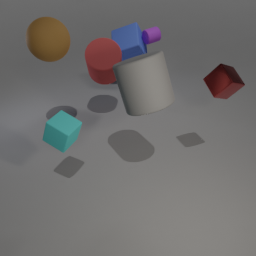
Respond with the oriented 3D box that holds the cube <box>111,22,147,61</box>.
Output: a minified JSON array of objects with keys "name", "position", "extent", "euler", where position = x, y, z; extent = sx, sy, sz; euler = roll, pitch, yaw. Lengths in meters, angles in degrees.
[{"name":"cube","position":[0.091,-4.176,14.195],"extent":[1.400,1.400,1.400],"euler":[-12,67,19]}]

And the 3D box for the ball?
[{"name":"ball","position":[-2.584,-2.865,9.099],"extent":[1.400,1.400,1.400],"euler":[0,32,0]}]

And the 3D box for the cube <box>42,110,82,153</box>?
[{"name":"cube","position":[-1.772,0.089,7.558],"extent":[0.700,0.700,0.700],"euler":[30,39,6]}]

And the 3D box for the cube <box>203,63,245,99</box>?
[{"name":"cube","position":[2.753,-1.323,8.052],"extent":[0.700,0.700,0.700],"euler":[0,57,-41]}]

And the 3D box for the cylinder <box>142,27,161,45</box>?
[{"name":"cylinder","position":[1.149,-4.523,13.705],"extent":[0.700,0.700,0.700],"euler":[-23,38,-19]}]

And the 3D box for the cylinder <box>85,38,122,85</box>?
[{"name":"cylinder","position":[-0.955,-2.634,11.205],"extent":[1.400,1.400,1.400],"euler":[0,77,-2]}]

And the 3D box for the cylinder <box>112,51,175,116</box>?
[{"name":"cylinder","position":[0.438,-1.221,7.637],"extent":[1.400,1.400,1.400],"euler":[-16,18,5]}]
